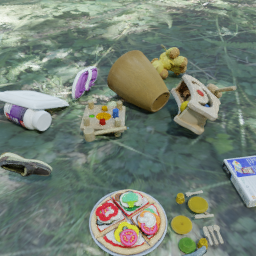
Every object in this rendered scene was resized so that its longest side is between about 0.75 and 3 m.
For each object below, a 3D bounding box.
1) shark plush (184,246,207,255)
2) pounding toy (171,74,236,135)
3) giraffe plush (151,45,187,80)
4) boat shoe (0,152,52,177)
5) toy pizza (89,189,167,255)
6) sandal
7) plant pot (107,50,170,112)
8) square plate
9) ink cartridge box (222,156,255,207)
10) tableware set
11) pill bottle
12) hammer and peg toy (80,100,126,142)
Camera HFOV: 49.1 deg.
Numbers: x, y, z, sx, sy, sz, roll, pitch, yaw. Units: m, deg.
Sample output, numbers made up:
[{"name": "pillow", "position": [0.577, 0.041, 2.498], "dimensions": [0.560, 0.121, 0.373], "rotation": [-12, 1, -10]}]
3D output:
[{"name": "shark plush", "position": [0.911, 2.839, 5.570], "dimensions": [1.649, 0.687, 0.749], "rotation": [-8, 38, -10]}, {"name": "pounding toy", "position": [2.507, -1.220, 9.655], "dimensions": [1.651, 1.656, 2.887], "rotation": [38, 33, 0]}, {"name": "giraffe plush", "position": [1.640, -2.838, 12.739], "dimensions": [1.386, 1.475, 1.709], "rotation": [-42, 70, -14]}, {"name": "boat shoe", "position": [-2.653, 1.058, 7.276], "dimensions": [1.355, 0.496, 0.439], "rotation": [20, 36, -24]}, {"name": "toy pizza", "position": [0.006, 2.180, 6.768], "dimensions": [1.888, 0.299, 1.888], "rotation": [0, 37, 0]}, {"name": "sandal", "position": [-1.668, -1.997, 11.761], "dimensions": [0.595, 0.985, 2.421], "rotation": [9, 37, 12]}, {"name": "plant pot", "position": [0.569, -1.622, 10.757], "dimensions": [1.919, 1.919, 2.059], "rotation": [-27, 58, -31]}, {"name": "square plate", "position": [-3.584, -1.097, 10.456], "dimensions": [2.050, 0.292, 2.030], "rotation": [16, 14, 20]}, {"name": "ink cartridge box", "position": [3.694, 1.401, 7.789], "dimensions": [1.563, 0.367, 1.545], "rotation": [-4, 36, -8]}, {"name": "tableware set", "position": [1.545, 2.237, 6.790], "dimensions": [1.070, 0.244, 1.589], "rotation": [-7, 38, -4]}, {"name": "pill bottle", "position": [-3.479, -0.467, 9.802], "dimensions": [1.590, 0.886, 0.886], "rotation": [21, 42, 27]}, {"name": "hammer and peg toy", "position": [-0.809, -0.156, 9.542], "dimensions": [1.524, 0.730, 2.071], "rotation": [2, 37, 0]}]
